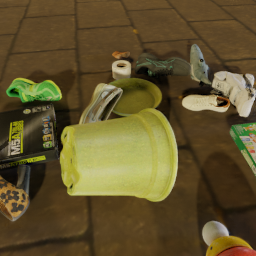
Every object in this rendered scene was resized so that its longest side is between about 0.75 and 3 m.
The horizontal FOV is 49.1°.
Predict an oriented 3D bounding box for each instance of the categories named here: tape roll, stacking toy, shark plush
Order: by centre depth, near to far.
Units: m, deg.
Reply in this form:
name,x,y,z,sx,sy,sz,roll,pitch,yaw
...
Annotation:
name,x,y,z,sx,sy,sz,roll,pitch,yaw
stacking toy,2.365,3.151,6.314,1.891,1.891,2.588,-7,24,-8
shark plush,3.156,-2.721,12.735,1.219,1.118,2.684,6,43,6
tape roll,-0.301,-2.690,13.093,0.867,0.596,0.867,0,42,0

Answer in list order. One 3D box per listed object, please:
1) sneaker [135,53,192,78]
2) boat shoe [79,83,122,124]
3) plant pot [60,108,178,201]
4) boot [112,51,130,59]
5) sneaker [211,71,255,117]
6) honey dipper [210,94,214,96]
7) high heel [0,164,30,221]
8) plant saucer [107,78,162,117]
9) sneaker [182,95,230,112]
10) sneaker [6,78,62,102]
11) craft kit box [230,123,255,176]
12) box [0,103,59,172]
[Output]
name,x,y,z,sx,sy,sz,roll,pitch,yaw
sneaker,1.585,-2.688,12.996,2.720,1.026,1.078,14,58,23
boat shoe,-1.007,-0.401,9.990,0.883,1.023,2.805,12,57,12
plant pot,-0.439,0.758,7.392,2.400,2.610,2.610,-1,40,-25
boot,-0.362,-3.872,14.621,0.812,0.299,0.628,-28,45,-31
sneaker,4.227,-1.455,11.455,1.612,1.054,2.804,12,39,14
honey dipper,3.849,-1.201,11.825,0.154,0.154,0.813,-33,56,-31
high heel,-4.163,1.825,7.830,2.718,0.971,1.938,-1,35,-14
plant saucer,0.132,-1.238,11.665,2.531,0.393,2.531,0,42,0
sneaker,3.099,-1.082,11.093,1.832,0.775,0.667,4,73,5
sneaker,-3.856,-1.400,11.522,2.564,0.950,1.071,8,43,22
craft kit box,4.892,0.611,9.613,2.028,0.498,2.053,-4,43,-9
box,-3.767,0.273,9.837,2.467,0.607,2.555,-9,44,-10
